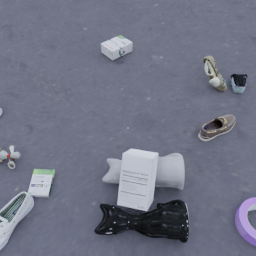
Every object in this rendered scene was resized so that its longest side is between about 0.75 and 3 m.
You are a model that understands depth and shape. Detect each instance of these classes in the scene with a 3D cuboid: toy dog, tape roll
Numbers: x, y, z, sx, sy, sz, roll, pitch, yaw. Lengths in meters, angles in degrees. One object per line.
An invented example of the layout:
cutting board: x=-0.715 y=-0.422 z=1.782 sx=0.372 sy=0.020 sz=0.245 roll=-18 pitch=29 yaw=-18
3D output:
toy dog: x=-4.476 y=1.006 z=10.457 sx=1.106 sy=0.729 sz=0.533 roll=19 pitch=15 yaw=9
tape roll: x=4.204 y=2.973 z=8.881 sx=1.458 sy=0.478 sz=1.458 roll=0 pitch=52 yaw=0

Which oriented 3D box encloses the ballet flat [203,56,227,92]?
ballet flat: x=3.846 y=-2.426 z=12.739 sx=0.677 sy=0.610 sz=1.799 roll=-20 pitch=86 yaw=-36

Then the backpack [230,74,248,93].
backpack: x=5.109 y=-2.049 z=12.863 sx=0.755 sy=0.573 sz=0.905 roll=0 pitch=50 yaw=13

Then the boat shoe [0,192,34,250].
boat shoe: x=-3.921 y=2.929 z=8.727 sx=0.836 sy=0.759 sz=2.272 roll=21 pitch=54 yaw=16

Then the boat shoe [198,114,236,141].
boat shoe: x=3.671 y=-0.112 z=11.307 sx=1.873 sy=0.557 sz=0.673 roll=-25 pitch=55 yaw=-19

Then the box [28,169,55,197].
box: x=-3.052 y=1.942 z=9.903 sx=0.746 sy=0.188 sz=1.034 roll=2 pitch=52 yaw=1

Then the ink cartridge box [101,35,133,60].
ink cartridge box: x=-0.590 y=-4.183 z=14.541 sx=1.359 sy=0.573 sz=0.993 roll=-32 pitch=56 yaw=-25

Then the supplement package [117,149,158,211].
supplement package: x=0.328 y=1.585 z=8.853 sx=0.987 sy=1.000 sz=1.649 roll=8 pitch=96 yaw=15

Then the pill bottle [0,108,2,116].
pill bottle: x=-5.834 y=-0.801 z=11.896 sx=0.894 sy=0.505 sz=0.505 roll=23 pitch=55 yaw=18

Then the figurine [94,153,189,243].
figurine: x=0.451 y=2.158 z=9.172 sx=2.811 sy=1.240 sz=2.881 roll=0 pitch=50 yaw=6
